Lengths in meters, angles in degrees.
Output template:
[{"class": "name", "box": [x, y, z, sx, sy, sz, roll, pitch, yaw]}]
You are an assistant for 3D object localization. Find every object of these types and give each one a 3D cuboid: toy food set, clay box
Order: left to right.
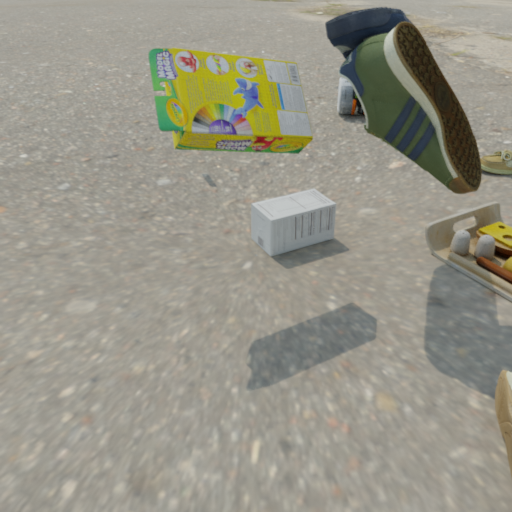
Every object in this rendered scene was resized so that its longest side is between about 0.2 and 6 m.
[{"class": "clay box", "box": [-0.399, -2.187, 8.022, 2.308, 0.549, 1.326, -3, 73, -25]}, {"class": "toy food set", "box": [4.653, -0.138, 9.724, 1.991, 0.838, 2.775, -18, 36, -26]}]

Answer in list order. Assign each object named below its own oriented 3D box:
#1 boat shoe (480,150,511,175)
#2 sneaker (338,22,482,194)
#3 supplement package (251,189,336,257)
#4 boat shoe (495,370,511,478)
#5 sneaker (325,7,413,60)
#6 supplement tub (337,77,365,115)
[{"class": "boat shoe", "box": [6.334, -2.372, 13.520, 1.982, 0.623, 0.723, -1, 32, -1]}, {"class": "sneaker", "box": [2.164, -1.942, 7.997, 1.204, 2.682, 0.899, -6, 43, 47]}, {"class": "supplement package", "box": [0.706, -0.651, 10.608, 1.418, 0.777, 0.807, -15, 35, -23]}, {"class": "boat shoe", "box": [3.185, 2.093, 6.240, 0.700, 0.777, 2.161, 2, 26, 12]}, {"class": "sneaker", "box": [1.932, -2.995, 8.578, 1.007, 1.177, 2.871, -1, 9, 33]}, {"class": "supplement tub", "box": [3.426, -4.858, 17.035, 1.840, 1.127, 1.127, 3, 32, 6]}]
